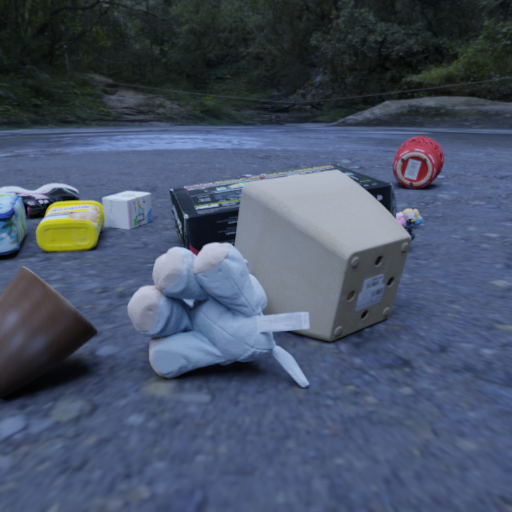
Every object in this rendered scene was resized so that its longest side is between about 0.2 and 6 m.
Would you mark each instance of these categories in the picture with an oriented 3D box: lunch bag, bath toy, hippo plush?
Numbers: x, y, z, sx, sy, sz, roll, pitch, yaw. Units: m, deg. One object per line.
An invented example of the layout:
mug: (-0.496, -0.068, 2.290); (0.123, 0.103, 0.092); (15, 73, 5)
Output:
lunch bag: (-5.599, -0.602, 10.899); (1.966, 1.008, 2.446); (-7, 17, -14)
bath toy: (3.098, -0.732, 12.273); (1.281, 0.557, 0.473); (-15, 55, -38)
hippo plush: (-0.362, 0.439, 6.403); (1.919, 1.529, 1.543); (1, 17, 4)

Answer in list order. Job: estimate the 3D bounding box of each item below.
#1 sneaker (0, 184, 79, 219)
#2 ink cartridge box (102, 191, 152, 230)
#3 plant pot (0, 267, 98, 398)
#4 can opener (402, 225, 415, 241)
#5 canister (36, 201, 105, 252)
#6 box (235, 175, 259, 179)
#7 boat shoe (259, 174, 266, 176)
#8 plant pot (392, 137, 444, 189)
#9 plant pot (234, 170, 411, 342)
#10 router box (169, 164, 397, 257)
sneaker: (-5.344, -1.224, 13.749); (1.955, 0.785, 0.844); (-7, 36, -14)
ink cartridge box: (-2.953, -1.052, 12.873); (0.693, 0.696, 0.949); (7, 19, 23)
plant pot: (-2.408, 0.868, 5.766); (1.039, 1.039, 1.112); (18, 60, 46)
can opener: (2.350, -0.395, 11.006); (1.461, 0.463, 0.574); (-2, -19, 9)
canister: (-3.746, -0.611, 11.402); (1.196, 0.697, 1.611); (-4, 19, -10)
box: (-0.225, -2.268, 17.433); (0.757, 0.445, 0.745); (1, 16, 8)
boat shoe: (0.645, -1.628, 14.836); (0.789, 0.876, 2.478); (29, -13, -37)
plant pot: (5.124, -2.894, 17.755); (1.535, 1.535, 1.398); (6, 25, 19)
plant pot: (0.923, 0.062, 7.461); (1.859, 1.861, 1.648); (-14, 33, -39)
router box: (0.344, -0.775, 10.531); (3.684, 1.145, 2.761); (-10, 19, -10)
